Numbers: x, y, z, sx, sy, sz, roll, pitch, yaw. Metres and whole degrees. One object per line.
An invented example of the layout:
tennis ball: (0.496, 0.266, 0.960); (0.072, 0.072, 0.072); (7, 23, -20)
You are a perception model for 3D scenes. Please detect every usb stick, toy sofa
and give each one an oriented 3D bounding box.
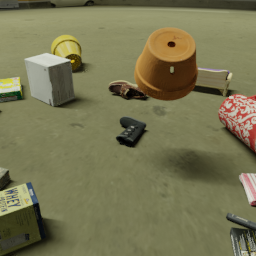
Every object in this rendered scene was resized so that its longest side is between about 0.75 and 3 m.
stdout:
usb stick: (2.899, 2.364, 7.086); (0.789, 0.129, 0.219); (16, 34, 26)
toy sofa: (3.922, -2.649, 14.587); (2.773, 1.353, 1.149); (12, 32, 21)

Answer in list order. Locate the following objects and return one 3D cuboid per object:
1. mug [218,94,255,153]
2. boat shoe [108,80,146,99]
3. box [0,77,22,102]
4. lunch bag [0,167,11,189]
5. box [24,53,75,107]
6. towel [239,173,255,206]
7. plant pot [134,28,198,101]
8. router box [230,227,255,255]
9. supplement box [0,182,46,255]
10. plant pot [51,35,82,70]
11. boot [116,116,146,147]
mug: (4.760, -0.304, 10.096); (2.241, 1.684, 2.524); (-30, 29, -1)
boat shoe: (-0.055, -1.832, 13.822); (2.034, 0.734, 0.732); (13, 30, 9)
box: (-6.160, -2.045, 14.355); (1.316, 0.542, 2.243); (-10, 34, -16)
lunch bag: (-4.034, 1.487, 8.269); (0.805, 0.474, 0.661); (12, 32, 11)
box: (-3.723, -2.346, 13.419); (1.979, 1.969, 1.294); (23, 37, 35)
towel: (4.168, 1.795, 8.006); (1.679, 0.251, 1.229); (4, 30, 3)
plant pot: (1.082, -1.815, 7.585); (1.794, 1.256, 1.794); (0, 60, 0)
router box: (2.751, 2.721, 6.353); (0.691, 0.237, 0.927); (5, 30, 8)
supplement box: (-2.654, 2.101, 6.469); (1.190, 1.191, 0.800); (-15, 33, -25)
plant pot: (-3.728, -4.601, 17.685); (1.888, 1.888, 1.776); (-13, 49, -21)
boot: (-0.078, 0.118, 10.724); (1.169, 0.466, 1.418); (12, 36, 23)
